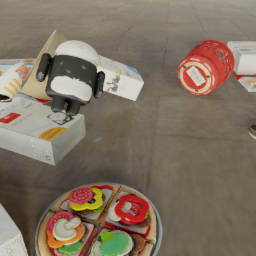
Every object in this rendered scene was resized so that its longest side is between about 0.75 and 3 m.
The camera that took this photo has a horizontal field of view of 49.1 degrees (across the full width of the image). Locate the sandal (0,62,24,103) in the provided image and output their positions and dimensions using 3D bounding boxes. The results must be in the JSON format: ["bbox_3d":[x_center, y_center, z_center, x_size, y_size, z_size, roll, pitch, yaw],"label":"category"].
[{"bbox_3d":[-3.040,-0.729,6.565,0.761,0.569,1.987,-9,41,55],"label":"sandal"}]

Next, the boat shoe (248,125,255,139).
[{"bbox_3d":[4.305,0.180,8.088,1.576,0.578,0.587,25,40,33],"label":"boat shoe"}]

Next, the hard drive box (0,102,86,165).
[{"bbox_3d":[-2.502,0.080,8.060,2.026,0.778,1.579,13,34,20],"label":"hard drive box"}]

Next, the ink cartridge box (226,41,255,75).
[{"bbox_3d":[5.689,-3.298,13.111,1.638,0.950,2.262,2,32,2],"label":"ink cartridge box"}]

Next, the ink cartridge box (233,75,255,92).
[{"bbox_3d":[5.442,-2.057,11.698,1.464,0.453,1.805,-1,34,-2],"label":"ink cartridge box"}]

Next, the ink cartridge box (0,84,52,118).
[{"bbox_3d":[-4.126,-1.406,10.516,2.775,0.695,2.233,-26,42,-32],"label":"ink cartridge box"}]

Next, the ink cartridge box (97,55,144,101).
[{"bbox_3d":[-0.780,-1.996,10.419,2.453,0.832,1.412,16,27,-20],"label":"ink cartridge box"}]

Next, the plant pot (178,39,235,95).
[{"bbox_3d":[2.931,-2.271,10.846,1.831,1.831,1.667,24,48,32],"label":"plant pot"}]

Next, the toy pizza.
[{"bbox_3d":[-0.572,1.895,5.584,2.512,0.398,2.512,0,33,0],"label":"toy pizza"}]

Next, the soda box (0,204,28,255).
[{"bbox_3d":[-3.049,1.700,5.422,0.974,0.910,2.859,-27,41,-35],"label":"soda box"}]

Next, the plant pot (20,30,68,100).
[{"bbox_3d":[-2.523,-1.972,10.110,1.664,2.478,2.478,31,23,-25],"label":"plant pot"}]

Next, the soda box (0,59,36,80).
[{"bbox_3d":[-5.065,-2.533,12.160,2.309,0.734,0.789,-2,33,-1],"label":"soda box"}]

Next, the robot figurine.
[{"bbox_3d":[-0.938,-0.831,4.708,0.777,1.245,0.936,9,-6,27],"label":"robot figurine"}]
